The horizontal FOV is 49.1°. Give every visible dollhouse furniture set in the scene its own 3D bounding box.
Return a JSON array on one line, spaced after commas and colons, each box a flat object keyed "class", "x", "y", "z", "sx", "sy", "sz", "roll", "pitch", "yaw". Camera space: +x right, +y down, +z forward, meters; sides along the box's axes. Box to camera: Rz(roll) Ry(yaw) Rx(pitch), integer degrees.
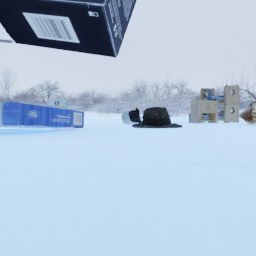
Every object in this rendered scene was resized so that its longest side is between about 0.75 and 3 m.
[{"class": "dollhouse furniture set", "x": 3.836, "y": -1.173, "z": 13.718, "sx": 2.603, "sy": 1.824, "sz": 1.835, "roll": -1, "pitch": 3, "yaw": -27}]

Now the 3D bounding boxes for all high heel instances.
[{"class": "high heel", "x": 4.635, "y": -0.572, "z": 10.721, "sx": 2.225, "sy": 0.794, "sz": 1.586, "roll": 19, "pitch": -4, "yaw": -41}]

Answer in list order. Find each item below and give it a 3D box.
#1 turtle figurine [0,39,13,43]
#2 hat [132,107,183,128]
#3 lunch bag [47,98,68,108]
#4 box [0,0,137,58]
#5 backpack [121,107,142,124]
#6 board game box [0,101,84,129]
[{"class": "turtle figurine", "x": -3.963, "y": -0.987, "z": 5.116, "sx": 2.883, "sy": 2.140, "sz": 2.973, "roll": 5, "pitch": 7, "yaw": -8}, {"class": "hat", "x": 0.884, "y": -0.334, "z": 8.592, "sx": 1.584, "sy": 0.639, "sz": 1.584, "roll": -1, "pitch": 2, "yaw": 0}, {"class": "lunch bag", "x": -3.407, "y": -0.839, "z": 13.563, "sx": 1.008, "sy": 1.183, "sz": 0.721, "roll": 1, "pitch": 2, "yaw": -3}, {"class": "box", "x": -1.114, "y": -2.960, "z": 5.705, "sx": 2.425, "sy": 2.466, "sz": 1.448, "roll": 12, "pitch": -21, "yaw": 13}, {"class": "backpack", "x": 0.140, "y": -0.421, "z": 11.234, "sx": 0.533, "sy": 0.703, "sz": 0.843, "roll": -22, "pitch": -7, "yaw": 33}, {"class": "board game box", "x": -2.675, "y": -0.264, "z": 6.720, "sx": 2.369, "sy": 0.516, "sz": 2.381, "roll": 2, "pitch": -1, "yaw": 22}]
